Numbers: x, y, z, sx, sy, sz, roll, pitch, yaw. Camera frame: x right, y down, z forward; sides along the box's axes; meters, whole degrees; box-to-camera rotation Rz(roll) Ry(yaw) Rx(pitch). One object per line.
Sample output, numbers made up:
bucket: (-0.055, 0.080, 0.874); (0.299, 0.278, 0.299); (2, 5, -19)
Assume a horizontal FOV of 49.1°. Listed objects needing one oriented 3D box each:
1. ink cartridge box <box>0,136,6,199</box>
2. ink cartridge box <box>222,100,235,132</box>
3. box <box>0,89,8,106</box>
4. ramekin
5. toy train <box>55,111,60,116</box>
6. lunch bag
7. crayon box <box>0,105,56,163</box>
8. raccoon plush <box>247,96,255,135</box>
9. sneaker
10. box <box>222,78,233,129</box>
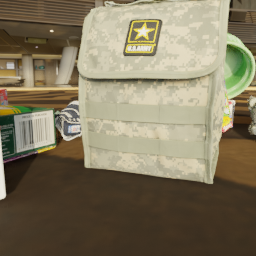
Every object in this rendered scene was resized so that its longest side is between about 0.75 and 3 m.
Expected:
ink cartridge box: (-2.406, 0.087, 2.459); (0.918, 1.597, 2.200); (9, 13, 43)
ink cartridge box: (1.965, -0.454, 8.009); (1.883, 0.806, 1.390); (9, 14, 26)
box: (-4.675, -0.766, 9.355); (0.959, 1.040, 2.026); (-3, 11, -14)
ramekin: (2.209, -1.531, 6.906); (1.594, 1.594, 0.779); (2, 40, 9)
toy train: (-1.896, -0.288, 8.344); (1.103, 0.470, 0.628); (-8, 3, -39)
lunch bag: (0.366, -0.600, 3.995); (1.945, 2.372, 1.395); (4, 18, 21)
crayon box: (-3.073, 0.110, 4.634); (2.403, 0.812, 2.785); (7, 12, 32)
raccoon plush: (4.097, -0.141, 6.899); (1.745, 1.260, 2.605); (-9, -26, 39)
sneaker: (-0.789, -0.031, 6.277); (1.811, 0.635, 0.983); (19, 32, 18)
box: (1.342, -0.575, 6.164); (1.439, 1.386, 0.878); (-15, 12, 1)
